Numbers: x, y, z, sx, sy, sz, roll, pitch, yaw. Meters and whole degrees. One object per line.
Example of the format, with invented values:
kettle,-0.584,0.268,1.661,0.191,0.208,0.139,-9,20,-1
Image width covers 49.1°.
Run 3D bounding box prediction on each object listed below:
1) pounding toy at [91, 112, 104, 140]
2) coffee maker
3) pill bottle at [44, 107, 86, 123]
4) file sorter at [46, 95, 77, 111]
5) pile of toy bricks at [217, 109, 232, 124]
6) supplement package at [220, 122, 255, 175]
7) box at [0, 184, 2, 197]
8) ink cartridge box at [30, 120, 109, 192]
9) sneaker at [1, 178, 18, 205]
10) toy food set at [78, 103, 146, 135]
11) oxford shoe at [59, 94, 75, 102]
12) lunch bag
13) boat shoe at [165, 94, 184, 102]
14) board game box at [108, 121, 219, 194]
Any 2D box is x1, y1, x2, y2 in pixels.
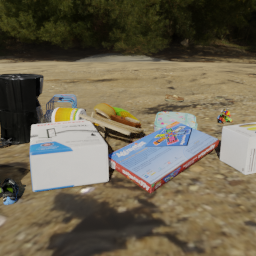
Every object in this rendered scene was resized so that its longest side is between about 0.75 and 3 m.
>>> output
pounding toy,-1.337,-0.007,9.500,1.091,0.775,1.004,-14,22,-38
coffee maker,-3.614,-0.663,9.235,1.469,2.181,2.095,2,17,8
pill bottle,-2.374,-0.368,10.618,1.447,0.804,0.804,4,17,16
file sorter,-2.722,-0.787,11.716,1.116,0.987,1.608,-1,16,-5
pile of toy bricks,4.036,-0.409,11.468,0.541,0.607,1.095,32,6,8
supplement package,3.571,0.463,7.532,1.846,1.011,1.050,-7,18,-20
box,-3.476,1.123,5.658,1.377,0.856,1.023,5,18,20
ink cartridge box,-1.598,0.569,7.214,1.721,0.994,2.357,-6,18,-17
sneaker,-2.515,1.282,5.966,0.314,0.367,0.887,-5,18,-20
toy food set,-0.311,-0.355,9.266,1.901,0.553,2.754,20,6,11
oxford shoe,-3.402,-1.584,15.613,1.030,0.366,0.373,14,52,28
lunch bag,1.694,-0.082,9.810,1.491,0.717,1.860,3,19,11
boat shoe,2.617,-1.706,15.725,1.075,0.397,0.407,3,17,9
board game box,0.993,0.606,7.389,2.909,0.283,1.498,-24,39,-39
